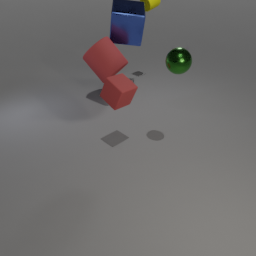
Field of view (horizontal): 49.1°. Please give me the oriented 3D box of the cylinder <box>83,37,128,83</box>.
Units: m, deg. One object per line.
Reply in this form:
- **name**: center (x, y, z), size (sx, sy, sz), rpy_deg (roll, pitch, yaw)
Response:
- **cylinder**: center (-0.946, -2.865, 11.850), size (1.400, 1.400, 1.400), rpy_deg (-39, 8, 6)

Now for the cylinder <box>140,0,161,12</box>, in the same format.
- **cylinder**: center (1.028, -5.871, 12.974), size (0.700, 0.700, 0.700), rpy_deg (-38, 44, -24)

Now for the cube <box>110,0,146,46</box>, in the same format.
- **cube**: center (-0.039, -4.601, 12.213), size (1.400, 1.400, 1.400), rpy_deg (5, 47, -4)

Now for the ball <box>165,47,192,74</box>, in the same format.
- **ball**: center (1.350, -1.782, 7.457), size (0.700, 0.700, 0.700), rpy_deg (0, 29, 0)

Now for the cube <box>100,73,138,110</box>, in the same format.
- **cube**: center (-0.275, -1.069, 8.203), size (0.700, 0.700, 0.700), rpy_deg (45, 44, 19)
